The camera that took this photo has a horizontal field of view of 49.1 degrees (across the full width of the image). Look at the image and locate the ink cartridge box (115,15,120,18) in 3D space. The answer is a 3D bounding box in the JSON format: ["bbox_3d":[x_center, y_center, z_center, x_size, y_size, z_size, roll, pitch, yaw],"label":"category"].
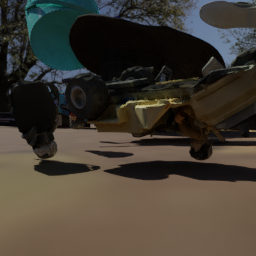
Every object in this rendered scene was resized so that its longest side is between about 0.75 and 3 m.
[{"bbox_3d":[-0.252,-3.031,9.639,0.664,1.187,1.741,-38,4,-6],"label":"ink cartridge box"}]

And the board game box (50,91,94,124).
[{"bbox_3d":[-1.243,-0.583,8.190,2.014,0.473,1.520,18,10,14],"label":"board game box"}]

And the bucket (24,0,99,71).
[{"bbox_3d":[-1.986,-3.163,8.896,2.511,1.633,2.511,-10,-38,-8],"label":"bucket"}]

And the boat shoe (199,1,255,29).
[{"bbox_3d":[3.043,-3.155,7.847,2.026,0.724,0.606,15,29,23],"label":"boat shoe"}]

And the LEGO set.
[{"bbox_3d":[0.198,-0.088,1.791,1.402,0.612,2.159,-2,13,29],"label":"LEGO set"}]

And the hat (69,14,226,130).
[{"bbox_3d":[0.138,-0.584,4.662,2.867,1.157,2.867,18,-9,3],"label":"hat"}]

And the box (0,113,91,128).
[{"bbox_3d":[-2.782,-0.255,8.763,2.659,0.480,1.901,1,1,34],"label":"box"}]
